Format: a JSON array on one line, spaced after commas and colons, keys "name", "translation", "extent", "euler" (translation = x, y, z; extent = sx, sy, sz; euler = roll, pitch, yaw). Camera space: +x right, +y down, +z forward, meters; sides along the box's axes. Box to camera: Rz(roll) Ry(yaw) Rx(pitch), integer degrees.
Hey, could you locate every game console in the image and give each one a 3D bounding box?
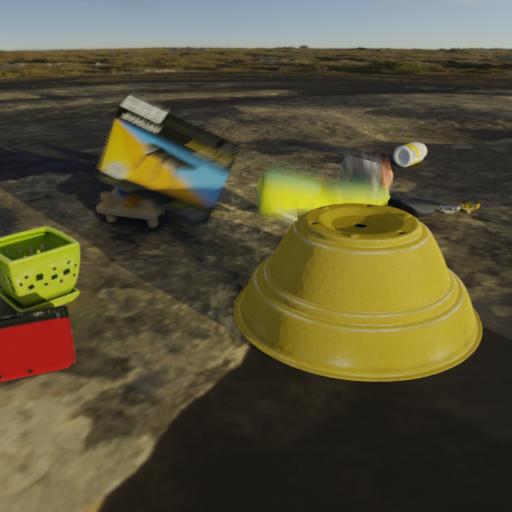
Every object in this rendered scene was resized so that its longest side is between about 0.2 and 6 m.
[{"name": "game console", "translation": [-3.380, 1.270, 7.887], "extent": [1.521, 0.903, 1.311], "euler": [-8, -7, -20]}]

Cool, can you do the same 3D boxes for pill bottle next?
[{"name": "pill bottle", "translation": [4.928, -3.248, 17.800], "extent": [0.669, 0.669, 1.194], "euler": [19, 29, 37]}, {"name": "pill bottle", "translation": [2.203, -1.634, 11.157], "extent": [0.976, 0.519, 0.519], "euler": [22, 31, 32]}]

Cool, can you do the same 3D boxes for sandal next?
[{"name": "sandal", "translation": [3.638, -1.095, 13.247], "extent": [0.696, 0.392, 1.830], "euler": [4, 13, -7]}]

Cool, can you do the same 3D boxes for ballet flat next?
[{"name": "ballet flat", "translation": [1.378, -1.126, 11.850], "extent": [2.896, 0.971, 0.968], "euler": [5, 17, -15]}]

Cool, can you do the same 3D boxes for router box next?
[{"name": "router box", "translation": [-1.825, -1.942, 11.667], "extent": [2.470, 1.843, 0.631], "euler": [23, 37, -7]}]

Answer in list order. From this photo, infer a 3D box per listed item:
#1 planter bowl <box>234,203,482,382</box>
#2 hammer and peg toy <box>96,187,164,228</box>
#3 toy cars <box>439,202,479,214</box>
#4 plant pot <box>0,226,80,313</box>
[{"name": "planter bowl", "translation": [1.560, 0.169, 8.636], "extent": [3.836, 1.598, 3.836], "euler": [0, 24, 0]}, {"name": "hammer and peg toy", "translation": [-2.609, -1.540, 13.166], "extent": [1.575, 0.755, 2.141], "euler": [7, 39, 17]}, {"name": "toy cars", "translation": [4.863, -1.118, 13.415], "extent": [0.976, 0.216, 0.437], "euler": [-8, 17, -10]}, {"name": "plant pot", "translation": [-3.579, 0.269, 9.054], "extent": [1.174, 1.065, 1.168], "euler": [-21, 31, -40]}]
